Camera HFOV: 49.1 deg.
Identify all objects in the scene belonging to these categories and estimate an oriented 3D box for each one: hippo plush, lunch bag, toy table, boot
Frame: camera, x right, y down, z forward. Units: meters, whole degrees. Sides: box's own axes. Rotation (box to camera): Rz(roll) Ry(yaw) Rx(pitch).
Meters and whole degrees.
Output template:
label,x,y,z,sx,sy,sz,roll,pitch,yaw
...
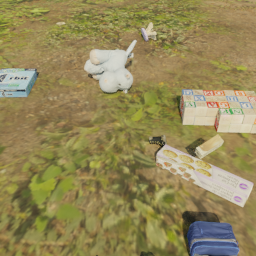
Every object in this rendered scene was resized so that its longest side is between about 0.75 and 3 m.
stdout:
label,x,y,z,sx,sy,sz,roll,pitch,yaw
hippo plush,-0.595,-2.439,12.932,2.514,2.003,2.022,-15,67,-15
lunch bag,2.074,2.833,6.755,1.192,0.810,0.788,2,38,2
toy table,1.314,-5.933,17.522,0.703,1.104,1.201,-21,48,1
boot,1.076,0.569,10.008,0.610,0.292,0.808,-3,40,4

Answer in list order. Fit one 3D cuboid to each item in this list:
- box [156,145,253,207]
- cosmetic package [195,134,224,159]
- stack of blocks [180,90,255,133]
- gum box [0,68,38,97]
label,x,y,z,sx,sy,sz,roll,pitch,yaw
box,2.271,1.408,8.709,2.953,0.571,0.612,24,45,27
cosmetic package,2.519,0.583,8.705,0.838,0.441,0.298,-31,67,-8
stack of blocks,3.640,-0.687,11.060,2.965,0.869,1.707,2,39,2
gum box,-5.388,-2.170,13.231,1.741,0.456,2.049,-1,39,-1
